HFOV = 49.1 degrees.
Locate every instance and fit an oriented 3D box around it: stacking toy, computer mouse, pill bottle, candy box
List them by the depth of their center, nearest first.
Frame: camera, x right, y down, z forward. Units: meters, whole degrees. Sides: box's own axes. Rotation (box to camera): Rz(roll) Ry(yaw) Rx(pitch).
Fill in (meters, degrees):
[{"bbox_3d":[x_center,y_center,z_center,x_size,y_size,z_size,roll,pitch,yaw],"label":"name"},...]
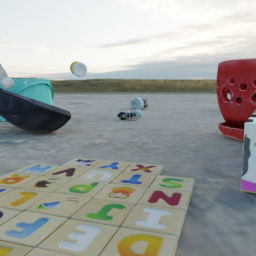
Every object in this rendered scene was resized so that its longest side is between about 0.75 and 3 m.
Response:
[{"bbox_3d":[2.533,0.193,3.617,1.761,0.788,2.582,5,10,28],"label":"candy box"},{"bbox_3d":[-2.683,-0.429,6.988,2.929,0.772,2.028,18,-2,30],"label":"computer mouse"},{"bbox_3d":[-4.235,-0.790,7.032,2.213,0.690,2.935,-40,26,-21],"label":"stacking toy"},{"bbox_3d":[-1.795,-2.121,9.991,0.512,0.512,0.915,-4,18,-23],"label":"pill bottle"}]

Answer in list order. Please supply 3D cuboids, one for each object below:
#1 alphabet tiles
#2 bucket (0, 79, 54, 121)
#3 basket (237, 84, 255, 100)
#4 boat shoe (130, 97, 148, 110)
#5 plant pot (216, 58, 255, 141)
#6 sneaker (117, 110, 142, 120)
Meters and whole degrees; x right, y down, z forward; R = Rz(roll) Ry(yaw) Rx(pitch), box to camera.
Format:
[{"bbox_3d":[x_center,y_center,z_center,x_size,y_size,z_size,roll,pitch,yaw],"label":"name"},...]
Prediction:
[{"bbox_3d":[-0.553,0.684,2.754,2.212,0.084,2.658,3,9,18],"label":"alphabet tiles"},{"bbox_3d":[-3.604,-1.019,9.751,2.112,1.374,2.112,0,10,0],"label":"bucket"},{"bbox_3d":[5.793,-1.657,12.459,2.439,1.839,2.705,-39,-10,14],"label":"basket"},{"bbox_3d":[0.683,-1.212,13.529,0.753,0.587,1.660,-7,8,-14],"label":"boat shoe"},{"bbox_3d":[2.828,-0.599,6.000,1.810,1.648,1.810,-1,9,0],"label":"plant pot"},{"bbox_3d":[-0.005,-0.397,9.224,0.619,0.344,0.886,-10,4,-43],"label":"sneaker"}]
